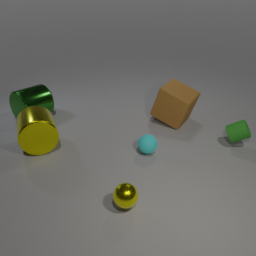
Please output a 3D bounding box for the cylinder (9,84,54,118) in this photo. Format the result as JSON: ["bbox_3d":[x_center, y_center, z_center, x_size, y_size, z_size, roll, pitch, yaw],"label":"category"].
[{"bbox_3d":[-4.256,-1.107,12.419,1.400,1.400,1.400,22,34,34],"label":"cylinder"}]

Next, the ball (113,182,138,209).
[{"bbox_3d":[-0.064,1.853,7.693,0.700,0.700,0.700,0,29,0],"label":"ball"}]

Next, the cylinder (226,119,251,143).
[{"bbox_3d":[4.082,0.122,10.363,0.700,0.700,0.700,-23,19,28],"label":"cylinder"}]

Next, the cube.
[{"bbox_3d":[2.026,-1.048,12.036,1.400,1.400,1.400,32,39,16],"label":"cube"}]

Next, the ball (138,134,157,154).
[{"bbox_3d":[0.707,0.571,10.051,0.700,0.700,0.700,0,29,0],"label":"ball"}]

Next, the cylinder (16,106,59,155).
[{"bbox_3d":[-3.370,0.066,10.386,1.400,1.400,1.400,-11,31,-18],"label":"cylinder"}]
